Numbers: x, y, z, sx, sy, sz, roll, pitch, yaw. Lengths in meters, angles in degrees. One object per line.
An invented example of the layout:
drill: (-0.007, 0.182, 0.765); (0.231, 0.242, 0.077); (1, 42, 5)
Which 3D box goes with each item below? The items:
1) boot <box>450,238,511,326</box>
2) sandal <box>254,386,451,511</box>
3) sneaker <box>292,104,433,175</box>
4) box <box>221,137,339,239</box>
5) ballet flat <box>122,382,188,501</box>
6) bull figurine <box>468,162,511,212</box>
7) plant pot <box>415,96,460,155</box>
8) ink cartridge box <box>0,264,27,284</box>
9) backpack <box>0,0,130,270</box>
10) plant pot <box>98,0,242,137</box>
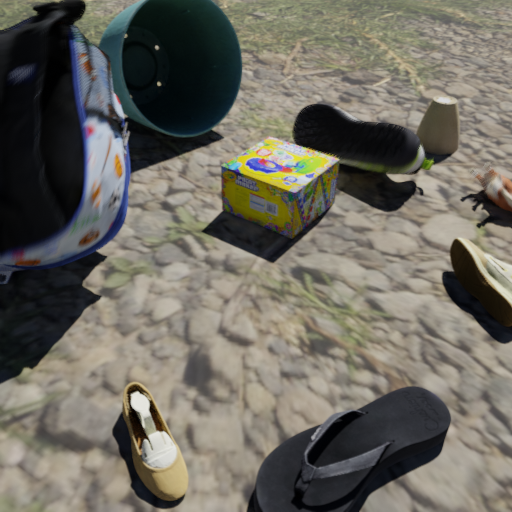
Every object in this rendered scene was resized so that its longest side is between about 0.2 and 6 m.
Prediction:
boot: (4.099, 0.278, 9.022); (1.368, 0.638, 1.769); (-12, 45, -14)
sandal: (1.111, 2.191, 6.537); (2.768, 0.593, 1.052); (-23, 43, -28)
sneaker: (2.261, -2.383, 12.373); (3.327, 1.193, 1.378); (29, 7, 37)
box: (0.461, -1.376, 10.881); (1.677, 1.023, 1.615); (24, 42, 27)
ballet flat: (-1.275, 2.153, 6.668); (0.545, 0.501, 1.589); (-19, 41, -24)
bull figurine: (4.839, -1.289, 11.023); (0.943, 0.506, 1.554); (37, 18, -24)
plant pot: (4.291, -3.102, 13.060); (1.056, 1.128, 1.056); (0, 38, 0)
ink cartridge box: (-4.783, 0.103, 9.357); (1.354, 0.297, 1.367); (28, 19, 30)
backpack: (-3.681, -1.545, 8.925); (3.713, 2.860, 3.536); (-13, 75, 17)
plant pot: (-2.346, -4.587, 13.570); (3.188, 3.188, 2.558); (-26, 29, -30)
